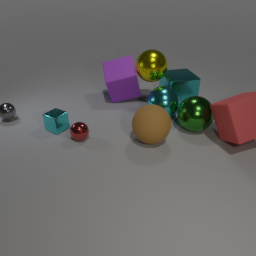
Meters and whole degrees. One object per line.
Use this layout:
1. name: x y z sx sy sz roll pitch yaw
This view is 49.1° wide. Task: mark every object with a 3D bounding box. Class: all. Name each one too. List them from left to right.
1. ball: -4.985 -0.693 11.542 0.700 0.700 0.700 0 31 0
2. cube: -2.813 -0.282 10.999 0.700 0.700 0.700 18 35 32
3. ball: -1.790 0.118 10.349 0.700 0.700 0.700 0 31 0
4. cube: -0.280 -2.253 12.971 1.400 1.400 1.400 -13 53 4
5. ball: 0.834 -0.136 9.992 1.400 1.400 1.400 0 31 0
6. ball: 1.028 -2.708 12.213 1.400 1.400 1.400 0 31 0
7. ball: 1.468 -1.036 11.595 1.400 1.400 1.400 0 31 0
8. cube: 2.314 -1.804 12.872 1.400 1.400 1.400 -8 32 -13
9. ball: 2.613 -0.542 10.824 1.400 1.400 1.400 0 31 0
10. cube: 3.943 -0.382 9.721 1.400 1.400 1.400 -20 7 -6
